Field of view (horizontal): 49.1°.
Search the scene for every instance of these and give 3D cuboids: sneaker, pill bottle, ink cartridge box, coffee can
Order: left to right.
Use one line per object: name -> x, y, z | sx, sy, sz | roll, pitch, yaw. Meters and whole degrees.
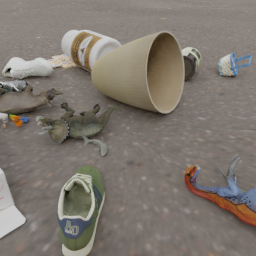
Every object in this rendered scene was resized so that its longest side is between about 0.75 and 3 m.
ink cartridge box -> -3.427, 1.172, 5.511 | 1.606, 0.946, 2.790 | -28, 42, -36
sneaker -> -3.878, -1.437, 9.965 | 1.530, 0.574, 0.884 | 26, 39, 36
sneaker -> -4.007, -2.266, 11.226 | 2.135, 0.799, 1.064 | 5, 44, 18
sneaker -> -0.854, 1.249, 5.350 | 0.734, 0.983, 2.190 | 0, 33, 0
pill bottle -> -1.600, -3.251, 11.818 | 1.578, 1.578, 2.759 | -24, 40, -33
coffee can -> 2.355, -2.618, 11.344 | 0.997, 0.997, 1.362 | 12, 33, 18

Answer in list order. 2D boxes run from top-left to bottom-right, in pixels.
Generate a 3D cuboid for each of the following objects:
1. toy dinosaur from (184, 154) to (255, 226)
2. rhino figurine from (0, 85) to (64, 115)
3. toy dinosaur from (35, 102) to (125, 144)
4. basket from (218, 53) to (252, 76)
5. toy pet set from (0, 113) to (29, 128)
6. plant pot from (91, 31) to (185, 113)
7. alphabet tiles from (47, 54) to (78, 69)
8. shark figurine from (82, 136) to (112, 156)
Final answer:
toy dinosaur -> 2.038, 1.317, 5.369 | 1.980, 1.146, 2.182 | -9, 41, 24
rhino figurine -> -3.233, -0.872, 8.856 | 2.411, 0.721, 1.054 | -9, 32, -6
toy dinosaur -> -1.287, -0.108, 7.805 | 2.437, 0.938, 1.246 | 0, 46, -16
basket -> 4.368, -2.624, 11.422 | 1.226, 0.853, 1.081 | -13, 23, 35
toy pet set -> -3.987, -0.051, 7.866 | 1.671, 0.887, 1.560 | 11, -1, 11
plant pot -> 0.153, -1.760, 9.135 | 2.584, 2.420, 2.420 | 7, 31, 36
alphabet tiles -> -2.860, -3.077, 12.920 | 1.622, 0.121, 1.659 | -20, 37, -26
shark figurine -> -0.777, 0.365, 7.343 | 0.859, 0.359, 0.513 | 27, 40, 33
